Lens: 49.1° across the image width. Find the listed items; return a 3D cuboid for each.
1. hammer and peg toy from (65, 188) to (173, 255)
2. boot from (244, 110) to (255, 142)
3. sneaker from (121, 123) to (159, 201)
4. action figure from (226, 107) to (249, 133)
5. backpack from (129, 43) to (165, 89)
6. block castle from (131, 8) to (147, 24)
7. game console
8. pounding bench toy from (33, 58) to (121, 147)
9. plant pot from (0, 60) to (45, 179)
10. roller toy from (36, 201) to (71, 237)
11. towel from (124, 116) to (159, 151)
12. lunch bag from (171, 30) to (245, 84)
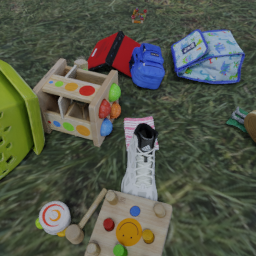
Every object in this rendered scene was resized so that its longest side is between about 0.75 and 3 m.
[{"bbox_3d":[-0.291,2.302,6.600,2.405,0.848,1.769,10,61,21],"label":"hammer and peg toy"},{"bbox_3d":[5.336,-0.048,8.736,2.945,1.072,2.289,35,60,17],"label":"boot"},{"bbox_3d":[0.315,1.016,7.587,1.014,1.547,2.688,1,53,0],"label":"sneaker"},{"bbox_3d":[4.357,-0.036,9.330,1.864,0.510,1.101,33,54,20],"label":"action figure"},{"bbox_3d":[0.733,-2.368,10.790,1.278,1.320,1.573,6,53,-12],"label":"backpack"},{"bbox_3d":[0.580,-5.903,14.644,0.664,0.466,0.994,11,49,10],"label":"block castle"},{"bbox_3d":[-0.502,-2.968,12.155,2.040,1.405,2.367,-14,40,30],"label":"game console"},{"bbox_3d":[-1.278,-1.188,9.457,2.289,1.823,2.935,14,49,12],"label":"pounding bench toy"},{"bbox_3d":[-4.018,-0.275,8.135,2.461,2.712,2.699,-27,54,-31],"label":"plant pot"},{"bbox_3d":[-1.838,2.301,7.142,0.824,0.575,0.751,16,57,4],"label":"roller toy"},{"bbox_3d":[0.416,0.177,9.311,1.038,0.212,1.418,-4,48,-3],"label":"towel"},{"bbox_3d":[3.051,-2.865,11.205,2.485,1.584,2.113,-5,42,5],"label":"lunch bag"}]
